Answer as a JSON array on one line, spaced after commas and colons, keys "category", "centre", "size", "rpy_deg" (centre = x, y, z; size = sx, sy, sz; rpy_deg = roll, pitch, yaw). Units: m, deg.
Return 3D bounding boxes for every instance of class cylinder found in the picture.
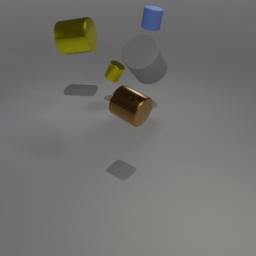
[{"category": "cylinder", "centre": [-0.583, -2.461, 12.206], "size": [0.700, 0.700, 0.700], "rpy_deg": [23, 35, -17]}, {"category": "cylinder", "centre": [0.875, -3.971, 10.130], "size": [0.700, 0.700, 0.700], "rpy_deg": [7, 35, -5]}, {"category": "cylinder", "centre": [0.062, -0.478, 6.078], "size": [0.700, 0.700, 0.700], "rpy_deg": [31, 40, 24]}, {"category": "cylinder", "centre": [0.665, -2.569, 10.661], "size": [1.400, 1.400, 1.400], "rpy_deg": [16, -9, 26]}, {"category": "cylinder", "centre": [-2.159, -3.835, 11.753], "size": [1.400, 1.400, 1.400], "rpy_deg": [-3, 28, 15]}]
